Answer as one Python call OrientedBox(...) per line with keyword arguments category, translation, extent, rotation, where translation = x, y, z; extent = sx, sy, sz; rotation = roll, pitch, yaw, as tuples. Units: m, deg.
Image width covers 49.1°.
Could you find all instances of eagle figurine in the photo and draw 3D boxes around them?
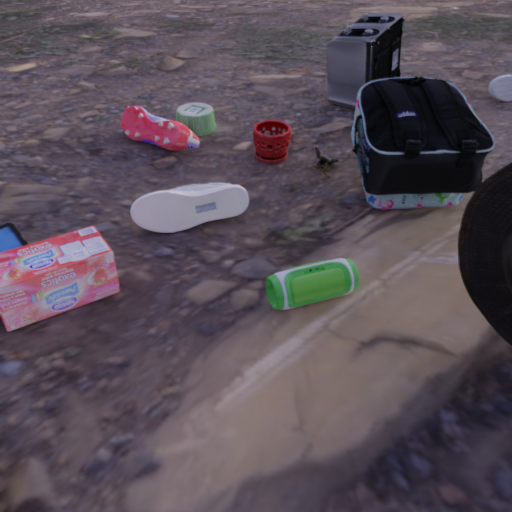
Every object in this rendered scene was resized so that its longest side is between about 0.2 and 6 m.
OrientedBox(category="eagle figurine", translation=(1.425, -2.021, 11.882), extent=(0.526, 0.529, 0.697), rotation=(-3, 37, 30))

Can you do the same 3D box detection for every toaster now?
OrientedBox(category="toaster", translation=(2.883, -4.988, 14.571), extent=(1.329, 2.240, 2.026), rotation=(21, 49, 29))

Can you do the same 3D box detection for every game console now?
OrientedBox(category="game console", translation=(-4.147, -0.085, 9.127), extent=(0.846, 0.586, 0.991), rotation=(6, 33, 44))

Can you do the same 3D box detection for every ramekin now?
OrientedBox(category="ramekin", translation=(-1.473, -3.319, 13.544), extent=(1.000, 0.488, 1.000), rotation=(0, 37, 0))

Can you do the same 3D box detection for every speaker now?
OrientedBox(category="speaker", translation=(0.850, 0.420, 8.503), extent=(1.347, 0.596, 0.596), rotation=(-12, 39, -16))

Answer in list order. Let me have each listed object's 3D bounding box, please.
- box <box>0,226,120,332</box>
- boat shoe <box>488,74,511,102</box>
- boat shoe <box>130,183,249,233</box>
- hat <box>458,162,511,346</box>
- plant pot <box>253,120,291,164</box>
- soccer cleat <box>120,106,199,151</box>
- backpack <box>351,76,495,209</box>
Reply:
OrientedBox(category="box", translation=(-3.054, 0.308, 8.423), extent=(1.734, 0.821, 0.890), rotation=(-21, 40, -27))
OrientedBox(category="boat shoe", translation=(6.854, -4.590, 15.219), extent=(1.875, 0.676, 0.665), rotation=(-10, 28, -29))
OrientedBox(category="boat shoe", translation=(-1.236, -0.983, 10.303), extent=(2.148, 0.773, 0.736), rotation=(-16, 21, -13))
OrientedBox(category="hat", translation=(3.676, 0.323, 6.561), extent=(3.076, 3.076, 1.241), rotation=(23, 35, 28))
OrientedBox(category="plant pot", translation=(0.338, -2.454, 12.188), extent=(0.813, 0.741, 0.813), rotation=(0, 36, 0))
OrientedBox(category="soccer cleat", translation=(-2.288, -2.896, 12.932), extent=(2.335, 0.779, 0.893), rotation=(26, 9, 40))
OrientedBox(category="backpack", translation=(2.996, -2.228, 10.730), extent=(2.368, 2.008, 2.668), rotation=(-3, 52, -2))
